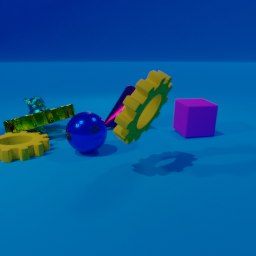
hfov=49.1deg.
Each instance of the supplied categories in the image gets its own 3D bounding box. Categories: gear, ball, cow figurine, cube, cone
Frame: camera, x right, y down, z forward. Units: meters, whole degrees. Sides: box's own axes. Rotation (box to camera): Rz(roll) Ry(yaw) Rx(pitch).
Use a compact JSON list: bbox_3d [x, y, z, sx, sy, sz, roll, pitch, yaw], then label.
[{"bbox_3d":[-2.390,-0.266,7.688,1.884,0.348,1.884,-14,7,2],"label":"gear"},{"bbox_3d":[-0.912,0.093,6.174,0.909,0.909,0.909,0,15,0],"label":"ball"},{"bbox_3d":[0.288,-0.354,5.049,0.259,1.401,1.401,35,28,18],"label":"gear"},{"bbox_3d":[-2.612,-0.375,7.850,1.092,0.609,1.110,9,60,27],"label":"cow figurine"},{"bbox_3d":[1.811,-0.291,7.641,0.864,0.864,0.864,-2,18,-13],"label":"cube"},{"bbox_3d":[-2.530,0.394,6.332,1.441,0.267,1.441,0,15,0],"label":"gear"},{"bbox_3d":[-0.230,-0.348,8.274,1.364,1.359,1.359,-32,26,-18],"label":"cone"}]
